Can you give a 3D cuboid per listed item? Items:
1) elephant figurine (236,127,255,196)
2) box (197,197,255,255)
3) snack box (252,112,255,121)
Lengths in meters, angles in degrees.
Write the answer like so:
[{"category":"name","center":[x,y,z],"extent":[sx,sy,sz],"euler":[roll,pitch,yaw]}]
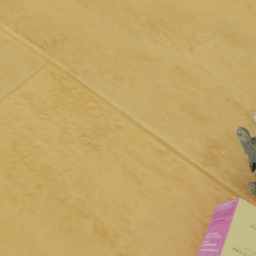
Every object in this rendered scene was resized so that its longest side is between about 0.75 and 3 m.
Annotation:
[{"category":"elephant figurine","center":[3.230,0.677,6.535],"extent":[1.214,1.331,1.716],"euler":[-19,82,3]},{"category":"box","center":[2.466,2.927,5.506],"extent":[2.003,1.101,2.277],"euler":[29,65,3]},{"category":"snack box","center":[4.664,0.229,7.328],"extent":[1.632,0.608,2.295],"euler":[-20,65,-8]}]
